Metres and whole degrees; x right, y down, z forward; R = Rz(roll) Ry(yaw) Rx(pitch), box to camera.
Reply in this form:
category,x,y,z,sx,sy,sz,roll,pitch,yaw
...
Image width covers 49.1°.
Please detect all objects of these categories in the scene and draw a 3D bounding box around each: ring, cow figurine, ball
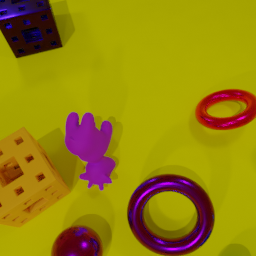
category,x,y,z,sx,sy,sz,roll,pitch,yaw
ring,0.843,1.760,5.620,1.750,0.350,1.750,2,101,8
cow figurine,-0.818,0.549,6.089,0.866,1.577,1.552,3,79,26
ball,-0.999,2.460,5.544,1.028,1.028,1.028,0,65,0
ring,2.431,-0.485,6.922,1.531,0.306,1.531,-15,34,10

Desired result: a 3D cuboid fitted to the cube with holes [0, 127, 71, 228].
category,x,y,z,sx,sy,sz,roll,pitch,yaw
cube with holes,-2.271,1.091,5.961,1.347,1.347,1.347,-34,70,-12

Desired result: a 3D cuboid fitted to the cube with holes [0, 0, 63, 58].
category,x,y,z,sx,sy,sz,roll,pitch,yaw
cube with holes,-2.812,-3.116,7.896,1.394,1.394,1.394,-16,65,-7
